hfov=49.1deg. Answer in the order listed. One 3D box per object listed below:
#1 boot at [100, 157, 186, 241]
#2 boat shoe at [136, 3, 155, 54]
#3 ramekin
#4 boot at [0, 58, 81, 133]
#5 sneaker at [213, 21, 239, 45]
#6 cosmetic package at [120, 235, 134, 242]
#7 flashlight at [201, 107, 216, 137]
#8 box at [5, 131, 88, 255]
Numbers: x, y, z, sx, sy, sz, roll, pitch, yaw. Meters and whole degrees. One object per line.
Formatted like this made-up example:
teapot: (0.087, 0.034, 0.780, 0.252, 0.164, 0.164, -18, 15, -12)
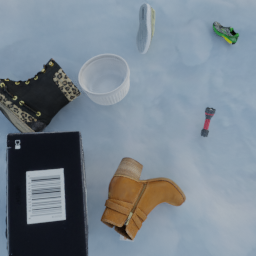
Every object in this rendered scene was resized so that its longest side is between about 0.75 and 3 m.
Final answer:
boot: (0.420, 2.052, 7.304, 2.315, 0.853, 1.791, 31, 56, -16)
boat shoe: (0.633, -3.123, 8.870, 0.491, 0.570, 1.583, 5, 90, -38)
ramekin: (-0.645, -1.396, 8.387, 1.510, 0.792, 1.510, -4, 62, 8)
boot: (-2.969, -1.295, 8.266, 2.115, 1.028, 2.809, -41, 88, -7)
sneaker: (3.185, -3.164, 9.069, 0.980, 0.418, 0.382, 41, 58, 12)
cosmetic package: (0.031, 2.648, 7.912, 0.415, 0.255, 1.006, 6, 83, 4)
flashlight: (2.342, -0.162, 8.255, 0.298, 0.299, 0.881, -3, 113, -30)
box: (-1.809, 1.627, 6.839, 1.592, 2.712, 2.667, -3, 78, -9)
